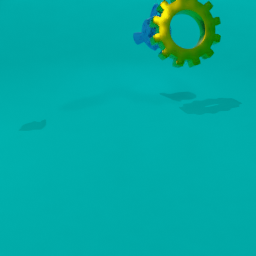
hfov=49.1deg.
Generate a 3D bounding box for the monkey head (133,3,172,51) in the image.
[{"bbox_3d":[0.808,-3.072,9.077,0.981,1.627,1.171,-33,25,-29],"label":"monkey head"}]

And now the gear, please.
[{"bbox_3d":[1.644,-2.779,8.032,2.040,2.040,0.377,-6,5,-11],"label":"gear"}]
